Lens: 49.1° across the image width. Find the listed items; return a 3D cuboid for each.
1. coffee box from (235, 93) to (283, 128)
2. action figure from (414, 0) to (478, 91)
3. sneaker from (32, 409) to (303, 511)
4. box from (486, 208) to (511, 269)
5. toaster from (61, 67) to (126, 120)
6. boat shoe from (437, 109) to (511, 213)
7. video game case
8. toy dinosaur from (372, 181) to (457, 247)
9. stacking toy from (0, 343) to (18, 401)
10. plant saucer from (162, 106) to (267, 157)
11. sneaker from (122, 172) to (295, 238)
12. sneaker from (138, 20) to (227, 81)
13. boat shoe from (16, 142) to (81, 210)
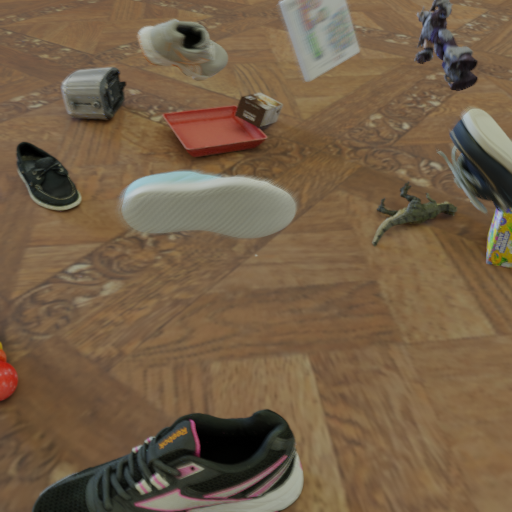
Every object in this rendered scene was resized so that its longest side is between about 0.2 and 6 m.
[{"bbox_3d":[0.080,-3.737,14.307,0.743,0.518,1.299,29,28,11],"label":"coffee box"},{"bbox_3d":[2.922,-3.400,8.849,0.585,1.096,1.685,-14,57,-4],"label":"action figure"},{"bbox_3d":[-0.992,2.419,6.424,3.136,1.354,1.260,-14,40,-16],"label":"sneaker"},{"bbox_3d":[5.024,-0.541,9.971,1.434,1.489,0.908,12,40,14],"label":"box"},{"bbox_3d":[-4.372,-4.423,15.108,1.258,1.107,1.948,1,38,5],"label":"toaster"},{"bbox_3d":[2.933,-1.075,7.011,2.633,0.814,0.986,5,61,-52],"label":"boat shoe"},{"bbox_3d":[0.885,-3.089,7.606,0.988,1.085,0.129,-35,29,-20],"label":"video game case"},{"bbox_3d":[3.025,-0.918,11.270,2.224,0.528,0.980,-20,50,-18],"label":"toy dinosaur"},{"bbox_3d":[-4.119,1.322,8.274,0.882,0.882,2.065,-29,53,-31],"label":"stacking toy"},{"bbox_3d":[-1.069,-3.085,13.944,2.068,0.380,2.072,-12,41,-21],"label":"plant saucer"},{"bbox_3d":[-0.481,-0.626,5.789,1.747,0.646,0.716,3,32,-15],"label":"sneaker"},{"bbox_3d":[-1.069,-3.742,10.145,0.957,0.787,2.080,-8,4,36],"label":"sneaker"},{"bbox_3d":[-4.560,-1.806,12.092,0.899,0.798,2.407,-23,44,-26],"label":"boat shoe"}]
